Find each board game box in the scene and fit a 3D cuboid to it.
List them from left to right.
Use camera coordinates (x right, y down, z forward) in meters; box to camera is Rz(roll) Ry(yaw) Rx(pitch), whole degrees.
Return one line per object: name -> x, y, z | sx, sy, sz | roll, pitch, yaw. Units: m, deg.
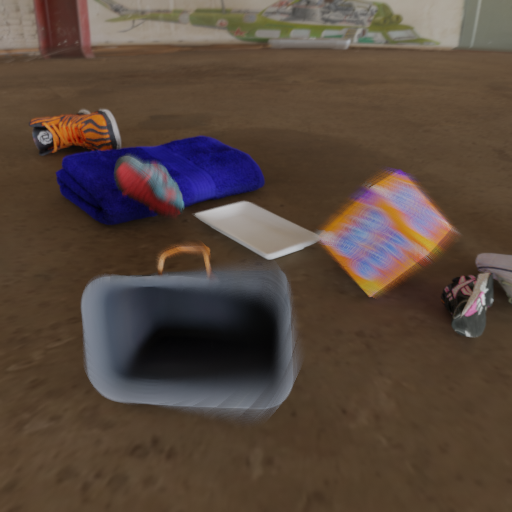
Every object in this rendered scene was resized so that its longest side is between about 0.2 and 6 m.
board game box -> 2.105, -0.389, 9.171 | 1.305, 1.306, 1.305 | 51, 38, 6

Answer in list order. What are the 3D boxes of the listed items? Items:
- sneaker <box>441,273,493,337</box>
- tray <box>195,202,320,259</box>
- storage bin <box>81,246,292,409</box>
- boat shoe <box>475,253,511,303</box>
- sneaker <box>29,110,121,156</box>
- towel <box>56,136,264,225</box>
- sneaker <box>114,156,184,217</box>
sneaker -> 3.138, 0.742, 8.528 | 0.689, 0.641, 1.596 | -1, 16, 32
tray -> -0.022, -0.506, 11.206 | 1.368, 0.283, 2.548 | -19, 31, -32
storage bin -> -0.679, 0.719, 7.088 | 2.455, 1.786, 1.649 | -1, 10, 11
boat shoe -> 4.179, 0.433, 8.652 | 0.936, 0.849, 2.544 | 6, 2, -6
sneaker -> -5.327, -3.417, 16.245 | 1.981, 1.372, 3.537 | -22, 23, -30
towel -> -2.289, -1.997, 13.380 | 4.202, 1.041, 3.103 | -20, 32, -34
sneaker -> -2.159, -1.502, 11.152 | 0.722, 1.822, 0.870 | -20, 56, 20
